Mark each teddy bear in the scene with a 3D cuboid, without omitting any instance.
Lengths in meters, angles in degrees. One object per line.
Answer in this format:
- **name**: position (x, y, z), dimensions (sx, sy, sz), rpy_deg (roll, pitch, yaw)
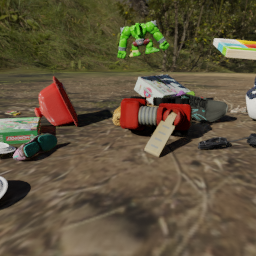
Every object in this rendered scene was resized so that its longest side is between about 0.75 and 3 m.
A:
- **teddy bear**: position (0.840, -0.589, 11.077), dimensions (2.864, 0.956, 2.077), rpy_deg (5, 13, 17)

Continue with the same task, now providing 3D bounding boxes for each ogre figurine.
- **ogre figurine**: position (0.594, -3.945, 12.476), dimensions (2.273, 1.363, 1.115), rpy_deg (-3, 18, 27)

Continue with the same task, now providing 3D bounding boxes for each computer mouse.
- **computer mouse**: position (3.413, 0.475, 8.176), dimensions (2.754, 0.469, 0.807), rpy_deg (-6, 12, 4)

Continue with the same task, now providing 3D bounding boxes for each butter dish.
- **butter dish**: position (-2.960, -0.858, 11.069), dimensions (1.465, 1.977, 1.982), rpy_deg (-27, 22, -7)

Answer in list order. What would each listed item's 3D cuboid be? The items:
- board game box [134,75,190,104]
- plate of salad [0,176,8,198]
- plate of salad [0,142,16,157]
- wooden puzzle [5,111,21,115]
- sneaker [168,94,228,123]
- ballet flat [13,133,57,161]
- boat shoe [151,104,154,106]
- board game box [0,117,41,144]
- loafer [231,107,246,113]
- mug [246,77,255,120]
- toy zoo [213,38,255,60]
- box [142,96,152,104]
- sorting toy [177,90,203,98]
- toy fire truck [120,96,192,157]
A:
- **board game box**: position (1.867, -2.005, 14.898), dimensions (2.519, 0.810, 1.859), rpy_deg (-13, 45, -45)
- **plate of salad**: position (-2.868, 1.256, 5.150), dimensions (1.259, 0.302, 1.259), rpy_deg (-3, 25, 1)
- **plate of salad**: position (-3.769, 0.611, 7.656), dimensions (1.297, 0.312, 1.297), rpy_deg (7, 7, -1)
- **wooden puzzle**: position (-5.454, -0.731, 13.304), dimensions (0.908, 0.106, 0.613), rpy_deg (7, 16, 27)
- **sneaker**: position (2.714, -0.852, 11.510), dimensions (2.624, 0.989, 1.040), rpy_deg (1, -28, 29)
- **ballet flat**: position (-2.591, 0.523, 7.755), dimensions (0.552, 0.537, 1.552), rpy_deg (-16, 9, 21)
- **boat shoe**: position (1.419, -1.150, 14.618), dimensions (0.278, 0.262, 0.771), rpy_deg (-7, 16, -27)
- **board game box**: position (-4.518, 0.104, 9.356), dimensions (2.994, 0.436, 2.015), rpy_deg (-3, 14, -13)
- **loafer**: position (5.370, -0.893, 13.629), dimensions (0.811, 0.255, 0.292), rpy_deg (-3, 15, -12)
- **mug**: position (5.983, -1.407, 11.330), dimensions (2.152, 2.455, 1.812), rpy_deg (-9, -15, 30)
- **toy zoo**: position (3.940, -2.770, 9.672), dimensions (1.656, 0.258, 2.525), rpy_deg (6, 27, 3)
- **box**: position (1.328, -1.773, 15.928), dimensions (0.743, 0.751, 0.905), rpy_deg (5, 14, 44)
- **sorting toy**: position (3.111, -1.097, 13.244), dimensions (0.886, 0.892, 2.573), rpy_deg (37, 9, -23)
- **toy fire truck**: position (0.727, -0.170, 8.794), dimensions (2.314, 1.691, 2.629), rpy_deg (5, 5, 17)
